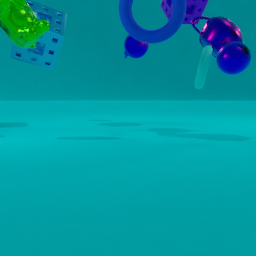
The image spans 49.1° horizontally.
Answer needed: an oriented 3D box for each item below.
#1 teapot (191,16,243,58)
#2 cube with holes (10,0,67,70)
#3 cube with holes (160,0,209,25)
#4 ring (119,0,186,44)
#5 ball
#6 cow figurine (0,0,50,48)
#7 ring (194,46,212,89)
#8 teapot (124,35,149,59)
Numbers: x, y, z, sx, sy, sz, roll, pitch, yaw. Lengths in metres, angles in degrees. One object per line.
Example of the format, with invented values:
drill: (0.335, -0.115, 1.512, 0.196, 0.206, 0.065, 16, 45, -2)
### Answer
teapot: (2.462, -2.293, 7.526, 1.906, 0.933, 1.185, 42, 7, -4)
cube with holes: (-2.850, -2.971, 8.967, 1.357, 1.357, 1.357, 13, -42, -22)
cube with holes: (1.794, -4.065, 8.943, 1.019, 1.019, 1.019, -6, -35, -18)
ring: (0.499, -2.483, 5.827, 1.406, 1.406, 0.281, 1, 25, 9)
ball: (2.448, -1.614, 6.510, 0.760, 0.760, 0.760, 0, 6, 0)
cow figurine: (-2.751, -2.502, 6.317, 1.715, 1.743, 0.957, -9, 34, 47)
ring: (1.906, -1.521, 7.084, 0.219, 1.096, 1.096, 15, 10, 13)
teapot: (0.343, -3.206, 10.972, 1.604, 0.997, 0.785, -33, -3, 30)
